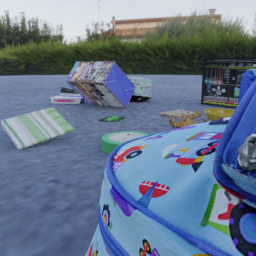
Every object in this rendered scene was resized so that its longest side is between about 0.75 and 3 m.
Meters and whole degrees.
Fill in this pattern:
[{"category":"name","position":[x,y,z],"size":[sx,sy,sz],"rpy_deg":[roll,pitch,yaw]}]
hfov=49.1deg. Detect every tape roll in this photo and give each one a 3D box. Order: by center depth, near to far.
[{"category":"tape roll","position":[-0.008,0.339,6.367],"size":[1.165,0.280,1.165],"rpy_deg":[1,13,0]}]

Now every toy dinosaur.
[{"category":"toy dinosaur","position":[1.878,-0.091,8.097],"size":[0.924,0.525,1.739],"rpy_deg":[-31,18,-20]}]

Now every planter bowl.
[{"category":"planter bowl","position":[2.789,-0.182,7.996],"size":[1.274,0.531,1.274],"rpy_deg":[4,16,-1]}]

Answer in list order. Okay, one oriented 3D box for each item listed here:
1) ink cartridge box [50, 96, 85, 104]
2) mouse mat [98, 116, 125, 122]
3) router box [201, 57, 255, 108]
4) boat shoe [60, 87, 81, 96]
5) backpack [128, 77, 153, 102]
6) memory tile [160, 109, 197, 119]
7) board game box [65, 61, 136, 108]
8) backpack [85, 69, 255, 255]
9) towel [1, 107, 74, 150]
[{"category":"ink cartridge box","position":[-2.754,-1.391,13.693],"size":[1.856,0.344,0.879],"rpy_deg":[-1,12,7]},{"category":"mouse mat","position":[-0.546,-0.310,9.719],"size":[0.697,0.033,0.866],"rpy_deg":[5,13,20]},{"category":"router box","position":[4.660,-1.989,12.227],"size":[0.891,2.149,2.868],"rpy_deg":[-12,18,-43]},{"category":"boat shoe","position":[-3.156,-2.122,16.410],"size":[1.814,0.514,0.623],"rpy_deg":[3,13,13]},{"category":"backpack","position":[0.281,-1.988,14.308],"size":[1.932,1.223,1.613],"rpy_deg":[6,12,17]},{"category":"memory tile","position":[1.909,-0.532,10.497],"size":[1.270,0.107,0.973],"rpy_deg":[-10,17,-39]},{"category":"board game box","position":[-1.163,-1.863,12.030],"size":[2.276,1.102,1.815],"rpy_deg":[10,-23,38]},{"category":"backpack","position":[1.122,0.586,1.620],"size":[2.697,1.988,2.955],"rpy_deg":[-12,16,-39]},{"category":"towel","position":[-2.231,-0.008,6.943],"size":[1.446,0.222,1.079],"rpy_deg":[-20,50,-38]}]
